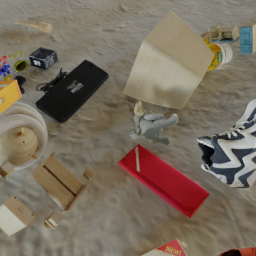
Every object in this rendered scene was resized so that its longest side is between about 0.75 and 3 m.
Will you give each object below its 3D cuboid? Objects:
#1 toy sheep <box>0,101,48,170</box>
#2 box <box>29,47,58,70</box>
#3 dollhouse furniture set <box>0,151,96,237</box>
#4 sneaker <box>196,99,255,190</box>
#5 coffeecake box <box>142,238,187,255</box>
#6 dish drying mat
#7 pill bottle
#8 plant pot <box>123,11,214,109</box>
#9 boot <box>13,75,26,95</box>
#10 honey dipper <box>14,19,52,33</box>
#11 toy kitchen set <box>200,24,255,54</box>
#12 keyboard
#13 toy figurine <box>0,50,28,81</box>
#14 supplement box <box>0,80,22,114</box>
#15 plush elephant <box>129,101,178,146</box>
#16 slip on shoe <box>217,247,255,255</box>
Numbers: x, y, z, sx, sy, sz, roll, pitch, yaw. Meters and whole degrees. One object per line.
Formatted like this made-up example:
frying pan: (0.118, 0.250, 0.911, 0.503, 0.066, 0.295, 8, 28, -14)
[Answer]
toy sheep: (-3.094, 0.186, 7.298, 1.984, 1.984, 2.878, -24, 31, -21)
box: (-3.308, -2.733, 10.978, 0.769, 0.476, 0.756, 19, 49, 17)
dollhouse furniture set: (-2.189, 1.317, 6.716, 1.902, 1.089, 2.231, 47, 41, -9)
sneaker: (2.572, 0.194, 7.122, 1.566, 0.961, 2.407, 20, 86, -5)
coffeecake box: (0.136, 3.555, 4.618, 2.816, 1.029, 2.161, -19, 49, -17)
dish drying mat: (0.889, 1.292, 7.334, 2.357, 0.214, 0.905, 33, 54, 28)
pill bottle: (3.012, -2.656, 10.579, 1.703, 0.960, 0.960, -16, 49, -16)
plant pot: (1.448, -1.988, 9.178, 1.999, 2.258, 2.255, 30, 51, 5)
boot: (-3.856, -1.563, 9.973, 0.833, 0.318, 0.700, 15, 52, 22)
honey dipper: (-4.501, -4.852, 13.078, 2.117, 0.402, 0.402, 20, 50, 20)
toy kitchen set: (3.958, -3.421, 11.464, 1.929, 1.136, 1.545, 18, 46, 43)
keyboard: (-2.014, -1.374, 9.833, 1.521, 0.579, 2.922, 36, 52, 1)
toy figurine: (-4.733, -2.350, 10.390, 1.022, 0.900, 1.705, 24, 50, 28)
supplement box: (-2.865, -0.596, 6.044, 0.471, 0.455, 1.369, -1, 29, 10)
plush elephant: (0.612, -0.161, 8.051, 1.362, 1.121, 1.054, -5, 44, -8)
slip on shoe: (2.397, 2.720, 5.890, 1.140, 0.349, 0.422, -5, 45, -7)
